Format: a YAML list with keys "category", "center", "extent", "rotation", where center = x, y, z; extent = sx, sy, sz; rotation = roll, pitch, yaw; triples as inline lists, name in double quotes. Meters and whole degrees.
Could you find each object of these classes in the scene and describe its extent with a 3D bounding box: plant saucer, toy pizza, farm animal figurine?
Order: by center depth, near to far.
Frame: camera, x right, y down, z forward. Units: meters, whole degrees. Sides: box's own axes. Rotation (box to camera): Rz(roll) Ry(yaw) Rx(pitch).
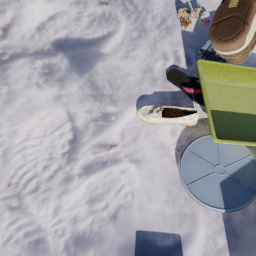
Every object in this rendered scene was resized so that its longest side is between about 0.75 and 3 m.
- category: "toy pizza"
  center: [2.359, 1.151, 7.310]
  extent: [2.108, 0.334, 2.108]
  rotation: [-1, 64, 1]
- category: "plant saucer"
  center: [3.186, -0.545, 7.718]
  extent: [2.651, 0.635, 2.647]
  rotation: [5, 59, -12]
- category: "farm animal figurine"
  center: [2.340, -3.962, 9.772]
  extent: [1.080, 0.543, 0.873]
  rotation: [-10, 64, -5]

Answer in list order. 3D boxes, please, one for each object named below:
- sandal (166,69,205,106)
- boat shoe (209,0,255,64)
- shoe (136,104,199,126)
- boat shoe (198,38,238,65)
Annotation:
- category: "sandal"
  center: [1.961, -1.282, 8.491]
  extent: [1.823, 0.411, 0.684]
  rotation: [35, 68, 16]
- category: "boat shoe"
  center: [2.142, -2.277, 4.861]
  extent: [0.923, 0.925, 2.499]
  rotation: [23, 85, 41]
- category: "shoe"
  center: [1.136, -0.436, 8.026]
  extent: [1.786, 0.477, 0.624]
  rotation: [6, 63, 3]
- category: "boat shoe"
  center: [3.462, -2.971, 9.012]
  extent: [1.240, 0.967, 2.733]
  rotation: [37, 71, 13]
